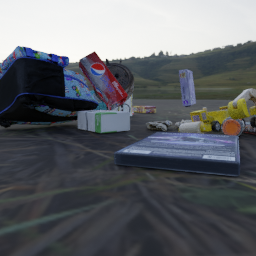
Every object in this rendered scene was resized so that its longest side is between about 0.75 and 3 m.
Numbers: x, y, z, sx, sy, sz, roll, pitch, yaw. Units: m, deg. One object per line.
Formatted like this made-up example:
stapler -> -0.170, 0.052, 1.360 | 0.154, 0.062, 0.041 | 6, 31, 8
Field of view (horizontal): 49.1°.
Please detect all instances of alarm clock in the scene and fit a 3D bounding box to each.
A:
alarm clock -> -0.422, -1.387, 9.687 | 1.432, 2.123, 0.707 | -19, -16, -10

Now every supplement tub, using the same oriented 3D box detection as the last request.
supplement tub -> 2.705, -0.045, 7.192 | 0.531, 0.531, 0.867 | 4, 9, 28

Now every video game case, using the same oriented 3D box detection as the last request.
video game case -> 1.075, 0.364, 5.166 | 1.815, 0.241, 2.541 | 3, 7, 21

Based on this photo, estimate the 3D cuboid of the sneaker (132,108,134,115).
sneaker -> -0.281, -0.907, 14.083 | 1.220, 0.529, 0.450 | -5, 9, -33

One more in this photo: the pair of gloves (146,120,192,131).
pair of gloves -> 1.438, -0.109, 8.698 | 1.659, 0.291, 1.411 | 3, 7, 14

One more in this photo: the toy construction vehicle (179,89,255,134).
toy construction vehicle -> 2.722, -0.418, 7.329 | 2.616, 0.921, 2.277 | -8, 0, -38

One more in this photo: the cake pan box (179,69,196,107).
cake pan box -> 1.324, -0.868, 6.183 | 0.209, 0.800, 0.737 | -6, 6, 24

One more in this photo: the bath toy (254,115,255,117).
bath toy -> 5.109, -0.427, 8.559 | 0.994, 1.170, 2.690 | -35, 17, -6

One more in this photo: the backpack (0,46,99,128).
backpack -> -2.480, -1.143, 8.959 | 2.836, 1.908, 2.589 | 2, -16, -41

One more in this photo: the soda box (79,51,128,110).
soda box -> -0.736, -1.375, 8.212 | 0.594, 1.697, 0.538 | -33, -8, -17

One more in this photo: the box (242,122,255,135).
box -> 3.743, 0.029, 7.640 | 0.927, 0.270, 1.354 | -3, 8, -21

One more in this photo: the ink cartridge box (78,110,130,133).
ink cartridge box -> -0.754, -0.220, 8.354 | 1.013, 0.585, 1.387 | -6, 9, -38

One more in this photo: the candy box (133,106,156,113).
candy box -> 0.935, -1.067, 16.019 | 0.767, 0.371, 1.314 | -4, 7, -26

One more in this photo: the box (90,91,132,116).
box -> -0.631, -1.010, 12.160 | 0.728, 1.219, 2.963 | 2, 7, 21
